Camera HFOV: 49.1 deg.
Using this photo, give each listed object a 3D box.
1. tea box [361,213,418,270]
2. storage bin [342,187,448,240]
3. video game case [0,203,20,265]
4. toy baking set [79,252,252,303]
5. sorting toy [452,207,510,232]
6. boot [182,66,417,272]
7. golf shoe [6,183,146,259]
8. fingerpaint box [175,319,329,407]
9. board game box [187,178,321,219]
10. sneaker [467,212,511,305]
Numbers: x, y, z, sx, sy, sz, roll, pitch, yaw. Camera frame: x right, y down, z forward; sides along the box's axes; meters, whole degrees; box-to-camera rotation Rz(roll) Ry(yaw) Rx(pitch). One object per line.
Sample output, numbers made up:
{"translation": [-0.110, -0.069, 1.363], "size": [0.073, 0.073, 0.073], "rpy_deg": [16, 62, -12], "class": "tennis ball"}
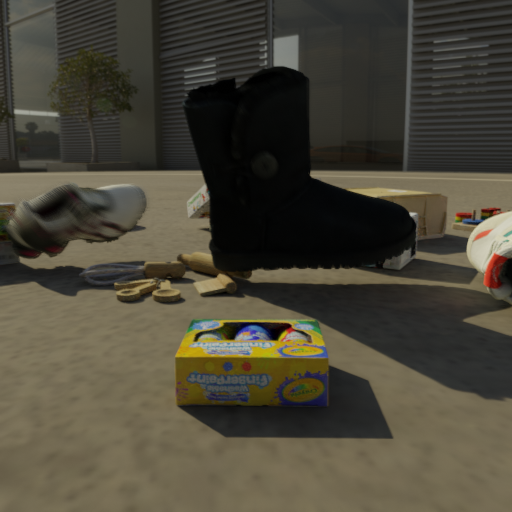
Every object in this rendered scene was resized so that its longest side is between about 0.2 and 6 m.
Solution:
{"translation": [2.213, -0.331, 10.399], "size": [1.290, 0.876, 1.312], "rpy_deg": [4, 12, 27], "class": "tea box"}
{"translation": [3.009, -1.047, 13.619], "size": [2.298, 1.085, 2.315], "rpy_deg": [-5, 12, -28], "class": "storage bin"}
{"translation": [-4.856, -0.348, 9.907], "size": [1.215, 1.105, 0.139], "rpy_deg": [-9, 14, -39], "class": "video game case"}
{"translation": [-1.517, 0.240, 8.917], "size": [2.174, 0.330, 2.833], "rpy_deg": [-9, 14, -39], "class": "toy baking set"}
{"translation": [6.184, -0.904, 14.276], "size": [1.520, 0.533, 3.152], "rpy_deg": [-8, 14, -34], "class": "sorting toy"}
{"translation": [0.747, -1.271, 8.238], "size": [3.387, 2.846, 1.293], "rpy_deg": [-5, 29, 1], "class": "boot"}
{"translation": [-3.113, -0.799, 10.227], "size": [2.731, 1.054, 1.203], "rpy_deg": [-27, -15, -36], "class": "golf shoe"}
{"translation": [-0.026, 0.925, 5.076], "size": [1.273, 0.467, 1.062], "rpy_deg": [0, 11, 2], "class": "fingerpaint box"}
{"translation": [-0.043, -1.495, 14.701], "size": [3.084, 0.534, 1.947], "rpy_deg": [-3, -12, -27], "class": "board game box"}
{"translation": [3.655, 0.024, 7.708], "size": [1.594, 1.200, 3.409], "rpy_deg": [3, 13, -14], "class": "sneaker"}
